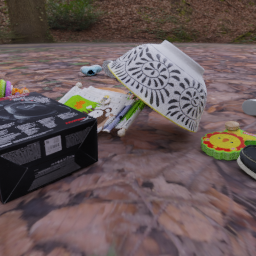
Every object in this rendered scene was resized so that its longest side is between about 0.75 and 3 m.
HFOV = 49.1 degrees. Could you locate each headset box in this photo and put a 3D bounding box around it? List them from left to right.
[{"bbox_3d":[-2.387,0.125,6.152,2.892,1.117,2.152,21,30,40],"label":"headset box"}]

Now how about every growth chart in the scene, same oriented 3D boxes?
[{"bbox_3d":[-0.949,-0.542,8.110,2.932,0.260,2.122,11,50,25],"label":"growth chart"}]

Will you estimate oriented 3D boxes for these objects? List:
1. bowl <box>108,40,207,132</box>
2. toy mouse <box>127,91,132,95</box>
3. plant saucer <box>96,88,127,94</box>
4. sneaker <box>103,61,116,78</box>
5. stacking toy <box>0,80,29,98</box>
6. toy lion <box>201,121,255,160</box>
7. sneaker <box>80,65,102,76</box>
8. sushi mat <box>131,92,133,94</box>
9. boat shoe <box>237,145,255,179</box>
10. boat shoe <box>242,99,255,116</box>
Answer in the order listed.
[{"bbox_3d":[1.043,-1.325,7.246,2.908,1.365,2.908,34,16,-11],"label":"bowl"},{"bbox_3d":[0.119,-1.297,10.552,0.995,0.193,0.885,-40,13,34],"label":"toy mouse"},{"bbox_3d":[-1.003,-1.308,11.330,2.106,0.340,2.106,-1,21,0],"label":"plant saucer"},{"bbox_3d":[-0.205,-3.301,16.028,2.466,0.909,1.425,28,32,35],"label":"sneaker"},{"bbox_3d":[-5.015,-1.482,11.038,2.202,1.278,1.208,6,13,-24],"label":"stacking toy"},{"bbox_3d":[2.584,0.387,6.712,1.487,0.510,1.425,19,34,40],"label":"toy lion"},{"bbox_3d":[-2.067,-3.341,16.655,1.561,0.577,0.640,-20,50,-42],"label":"sneaker"},{"bbox_3d":[0.826,-1.497,11.789,1.407,0.085,0.673,13,36,16],"label":"sushi mat"},{"bbox_3d":[3.415,0.735,4.917,1.077,1.014,3.000,-20,25,-34],"label":"boat shoe"},{"bbox_3d":[4.695,-0.622,8.964,0.631,0.701,1.981,-15,24,-31],"label":"boat shoe"}]
